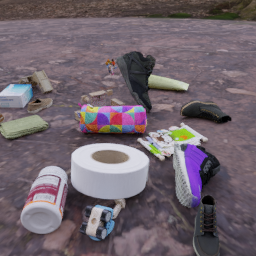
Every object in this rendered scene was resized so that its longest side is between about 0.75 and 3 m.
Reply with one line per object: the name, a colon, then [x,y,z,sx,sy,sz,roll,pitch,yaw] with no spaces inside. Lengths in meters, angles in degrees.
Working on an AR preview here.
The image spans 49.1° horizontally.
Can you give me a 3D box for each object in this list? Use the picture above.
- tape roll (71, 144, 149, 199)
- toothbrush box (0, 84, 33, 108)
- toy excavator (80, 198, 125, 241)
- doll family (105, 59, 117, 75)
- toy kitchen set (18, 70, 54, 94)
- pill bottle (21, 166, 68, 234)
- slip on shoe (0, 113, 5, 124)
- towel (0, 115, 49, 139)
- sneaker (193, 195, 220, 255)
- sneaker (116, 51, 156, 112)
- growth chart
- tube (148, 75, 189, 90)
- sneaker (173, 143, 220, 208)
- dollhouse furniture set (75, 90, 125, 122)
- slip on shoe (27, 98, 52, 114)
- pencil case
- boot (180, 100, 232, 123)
tape roll: [-0.512,1.141,7.944,2.177,0.761,2.177,4,15,-1]
toothbrush box: [-5.470,-1.588,13.727,1.129,0.658,1.542,0,28,0]
toy excavator: [-0.514,2.138,6.743,0.582,1.165,1.132,5,66,26]
doll family: [-1.089,-3.633,16.491,0.524,0.722,1.163,-6,41,17]
toy kitchen set: [-5.044,-2.207,15.106,1.132,1.252,1.387,-26,-3,-44]
pill bottle: [-2.032,1.740,7.069,0.923,0.923,1.616,-1,27,-3]
slip on shoe: [-5.623,-0.046,11.009,0.497,0.624,1.641,-29,16,40]
towel: [-4.173,-0.049,11.170,1.713,0.313,1.271,-20,33,-31]
sneaker: [1.763,2.218,6.302,0.551,0.783,1.474,3,28,5]
sneaker: [0.722,-2.179,12.515,1.606,2.804,1.072,-24,-3,14]
growth chart: [1.626,0.429,10.372,2.521,0.224,1.824,-17,31,-30]
tube: [1.865,-2.474,15.491,2.921,0.758,0.847,10,68,12]
sneaker: [2.045,1.204,8.083,1.334,0.933,2.683,2,27,3]
dollhouse furniture set: [-1.204,-0.925,12.064,2.030,1.052,0.899,-17,30,-29]
slip on shoe: [-4.115,-1.168,13.130,0.590,0.470,1.552,13,30,24]
pencil case: [-0.606,-0.357,10.784,2.675,1.182,1.182,2,28,-1]
boot: [3.313,-0.613,11.893,1.882,0.729,1.302,-11,34,-18]
